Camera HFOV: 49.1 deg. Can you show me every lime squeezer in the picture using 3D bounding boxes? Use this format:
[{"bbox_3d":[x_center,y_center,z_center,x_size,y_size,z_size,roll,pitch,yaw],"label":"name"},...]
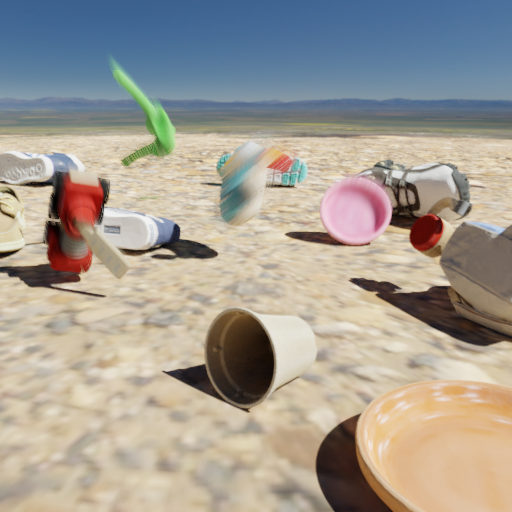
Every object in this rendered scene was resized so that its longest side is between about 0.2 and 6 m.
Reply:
[{"bbox_3d":[-1.717,-2.049,8.892,0.907,0.484,2.568,26,-21,-1],"label":"lime squeezer"}]

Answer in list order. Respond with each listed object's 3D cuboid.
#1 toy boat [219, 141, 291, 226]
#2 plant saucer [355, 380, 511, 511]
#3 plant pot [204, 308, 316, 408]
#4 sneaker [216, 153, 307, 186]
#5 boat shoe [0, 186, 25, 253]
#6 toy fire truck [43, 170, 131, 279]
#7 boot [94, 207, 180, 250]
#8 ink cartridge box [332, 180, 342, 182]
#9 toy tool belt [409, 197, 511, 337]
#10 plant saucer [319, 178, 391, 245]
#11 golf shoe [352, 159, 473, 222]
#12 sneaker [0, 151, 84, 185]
[{"bbox_3d":[-0.149,-1.230,8.365,0.734,1.327,1.579,15,-23,-23],"label":"toy boat"},{"bbox_3d":[1.543,1.375,3.642,1.788,0.335,1.788,0,17,0],"label":"plant saucer"},{"bbox_3d":[0.103,0.833,4.897,0.828,0.828,0.758,14,11,41],"label":"plant pot"},{"bbox_3d":[0.162,-2.369,15.970,2.574,0.999,1.174,7,4,5],"label":"sneaker"},{"bbox_3d":[-4.538,-0.665,9.702,0.993,0.890,2.682,-6,17,-20],"label":"boat shoe"},{"bbox_3d":[-2.240,-0.195,7.355,0.962,1.317,1.496,8,40,-24],"label":"toy fire truck"},{"bbox_3d":[-2.328,-0.453,9.605,2.036,0.741,0.920,13,8,28],"label":"boot"},{"bbox_3d":[2.725,-1.990,15.554,1.118,0.219,0.556,-3,17,-16],"label":"ink cartridge box"},{"bbox_3d":[2.880,0.203,6.561,1.319,1.340,2.146,26,6,-28],"label":"toy tool belt"},{"bbox_3d":[1.714,-0.745,9.773,1.218,1.218,0.309,1,-17,5],"label":"plant saucer"},{"bbox_3d":[2.960,-1.201,11.461,1.522,1.252,3.221,-19,16,-18],"label":"golf shoe"},{"bbox_3d":[-6.208,-2.564,16.445,2.370,0.955,1.735,6,10,30],"label":"sneaker"}]
